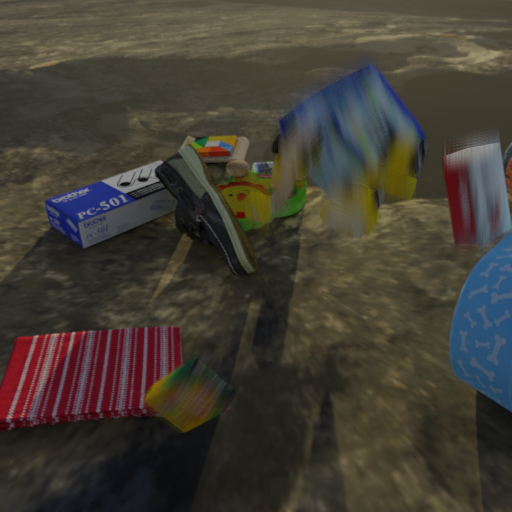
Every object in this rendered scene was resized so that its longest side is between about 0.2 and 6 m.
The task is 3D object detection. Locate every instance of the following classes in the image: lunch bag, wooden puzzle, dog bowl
[{"bbox_3d":[1.572,-1.995,9.239,1.882,1.601,1.200,-33,37,27],"label":"lunch bag"},{"bbox_3d":[-0.973,-2.499,12.924,1.503,0.280,1.391,3,33,5],"label":"wooden puzzle"},{"bbox_3d":[3.509,0.500,6.942,0.861,1.937,3.474,16,35,42],"label":"dog bowl"}]

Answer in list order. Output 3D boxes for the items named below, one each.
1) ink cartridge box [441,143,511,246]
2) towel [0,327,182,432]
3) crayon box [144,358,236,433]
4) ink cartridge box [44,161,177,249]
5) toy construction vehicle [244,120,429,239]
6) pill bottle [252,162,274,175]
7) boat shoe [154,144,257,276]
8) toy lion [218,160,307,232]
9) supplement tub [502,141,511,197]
[{"bbox_3d":[2.734,-0.764,7.064,0.476,1.136,0.997,-2,14,46],"label":"ink cartridge box"},{"bbox_3d":[-2.004,1.452,6.876,2.185,0.246,1.580,-3,31,-8],"label":"towel"},{"bbox_3d":[-0.728,1.481,5.792,0.585,0.922,0.234,42,36,-14],"label":"crayon box"},{"bbox_3d":[-2.423,-1.023,10.383,1.194,0.562,2.540,27,42,37],"label":"ink cartridge box"},{"bbox_3d":[0.944,-0.843,6.480,1.656,0.670,1.903,21,48,15],"label":"toy construction vehicle"},{"bbox_3d":[0.385,-1.677,11.449,0.881,0.501,0.501,-5,33,-8],"label":"pill bottle"},{"bbox_3d":[-0.915,-0.691,9.440,0.972,1.057,2.957,-30,55,0],"label":"boat shoe"},{"bbox_3d":[-0.001,-1.081,10.557,1.859,0.638,1.782,4,40,5],"label":"toy lion"},{"bbox_3d":[5.763,-1.969,10.898,1.600,1.600,2.611,19,38,26],"label":"supplement tub"}]
